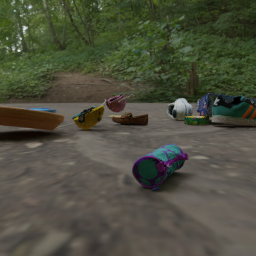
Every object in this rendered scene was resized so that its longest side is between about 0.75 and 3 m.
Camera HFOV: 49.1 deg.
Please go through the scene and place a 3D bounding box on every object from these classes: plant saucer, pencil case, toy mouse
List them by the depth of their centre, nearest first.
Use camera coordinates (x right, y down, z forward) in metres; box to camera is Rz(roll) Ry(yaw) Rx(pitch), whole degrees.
[{"bbox_3d":[0.403,0.430,3.321,0.411,0.378,0.889,-13,0,26],"label":"pencil case"},{"bbox_3d":[-2.904,-0.240,7.324,2.390,0.447,2.390,5,-3,0],"label":"plant saucer"},{"bbox_3d":[-0.891,-0.543,9.233,2.598,0.503,2.309,-23,11,11],"label":"toy mouse"}]

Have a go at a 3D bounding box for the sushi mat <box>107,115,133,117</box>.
[{"bbox_3d":[-0.384,-0.552,13.651,1.236,0.075,0.592,4,7,31],"label":"sushi mat"}]

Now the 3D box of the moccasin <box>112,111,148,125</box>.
[{"bbox_3d":[0.070,-0.366,9.975,1.309,0.505,0.479,2,7,16],"label":"moccasin"}]

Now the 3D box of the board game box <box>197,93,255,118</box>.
[{"bbox_3d":[4.228,-0.710,11.085,2.676,0.826,2.678,7,1,6],"label":"board game box"}]

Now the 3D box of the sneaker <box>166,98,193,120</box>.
[{"bbox_3d":[2.216,-0.892,12.760,0.917,0.946,2.590,4,7,-1],"label":"sneaker"}]

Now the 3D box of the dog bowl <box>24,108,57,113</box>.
[{"bbox_3d":[-3.548,-0.485,10.947,1.212,0.539,2.175,-4,8,-30],"label":"dog bowl"}]

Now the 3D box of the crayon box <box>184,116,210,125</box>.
[{"bbox_3d":[2.523,-0.278,10.215,0.549,0.269,0.924,7,9,39],"label":"crayon box"}]

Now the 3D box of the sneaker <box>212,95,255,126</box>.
[{"bbox_3d":[4.076,-0.585,9.439,2.492,0.996,0.889,3,3,-8],"label":"sneaker"}]
